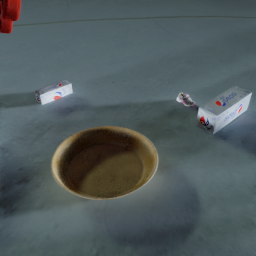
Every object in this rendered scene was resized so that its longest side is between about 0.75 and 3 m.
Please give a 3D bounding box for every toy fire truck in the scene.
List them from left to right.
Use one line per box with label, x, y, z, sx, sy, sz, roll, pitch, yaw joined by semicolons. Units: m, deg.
toy fire truck;-3.718;-2.367;7.039;1.649;2.470;2.942;0;1;-30

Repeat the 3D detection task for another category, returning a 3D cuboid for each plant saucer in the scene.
plant saucer;-0.576;0.908;7.201;2.673;0.473;2.673;0;37;0

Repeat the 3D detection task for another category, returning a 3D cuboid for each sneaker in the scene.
sneaker;2.045;-1.016;9.891;0.752;0.332;0.306;30;46;34

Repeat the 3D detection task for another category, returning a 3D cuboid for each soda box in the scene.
soda box;-2.696;-1.316;10.224;1.303;0.413;0.445;-29;46;-33
soda box;3.114;-0.622;9.038;2.123;0.725;0.673;-29;46;-33
